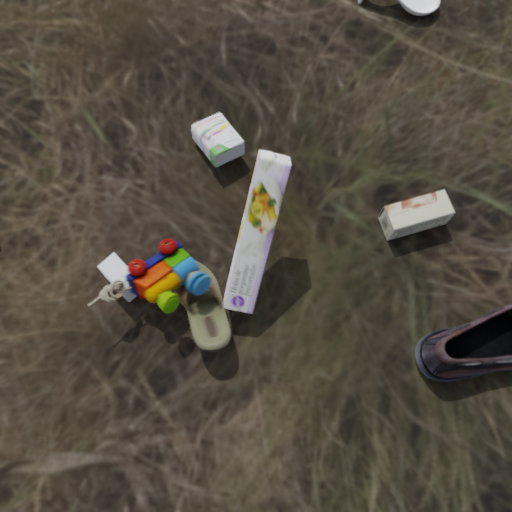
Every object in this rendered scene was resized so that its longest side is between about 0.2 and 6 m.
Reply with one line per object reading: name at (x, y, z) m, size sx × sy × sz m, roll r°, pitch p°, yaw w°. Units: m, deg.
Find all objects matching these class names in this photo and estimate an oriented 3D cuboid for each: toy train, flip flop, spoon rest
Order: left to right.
toy train at (-1.720, 0.603, 9.295) m, size 1.846 × 0.781 × 1.068 m, roll -37°, pitch 53°, yaw -24°
flip flop at (-0.986, 0.753, 9.695) m, size 0.811 × 0.576 × 1.999 m, roll -18°, pitch 50°, yaw -8°
spoon rest at (3.099, -5.609, 12.055) m, size 1.725 × 0.523 × 0.857 m, roll 8°, pitch 71°, yaw 4°

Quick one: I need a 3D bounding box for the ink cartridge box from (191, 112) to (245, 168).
ink cartridge box at (-0.741, -2.243, 10.795) m, size 0.666 × 0.386 × 0.920 m, roll -29°, pitch 64°, yaw -16°

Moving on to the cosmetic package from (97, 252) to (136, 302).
cosmetic package at (-2.388, 0.388, 9.947) m, size 0.412 × 0.668 × 0.670 m, roll -41°, pitch 74°, yaw -12°

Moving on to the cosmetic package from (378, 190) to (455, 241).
cosmetic package at (2.949, -0.752, 10.373) m, size 1.192 × 0.616 × 0.520 m, roll -15°, pitch 72°, yaw -6°

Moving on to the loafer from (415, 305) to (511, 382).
loafer at (4.384, 1.355, 9.429) m, size 3.309 × 1.042 × 1.189 m, roll -16°, pitch 72°, yaw -5°

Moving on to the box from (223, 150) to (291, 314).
box at (-0.009, -0.355, 9.215) m, size 0.525 × 0.562 × 2.713 m, roll 13°, pitch 114°, yaw -4°
